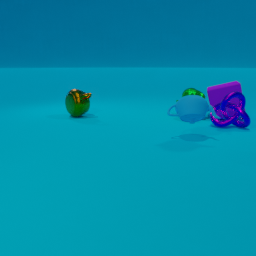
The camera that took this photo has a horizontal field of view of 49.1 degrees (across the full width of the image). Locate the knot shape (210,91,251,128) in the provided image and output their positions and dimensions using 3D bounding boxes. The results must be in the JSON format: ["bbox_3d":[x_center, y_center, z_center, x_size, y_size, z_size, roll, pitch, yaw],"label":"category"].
[{"bbox_3d":[2.997,-0.397,7.962,1.062,1.135,0.524,41,34,5],"label":"knot shape"}]

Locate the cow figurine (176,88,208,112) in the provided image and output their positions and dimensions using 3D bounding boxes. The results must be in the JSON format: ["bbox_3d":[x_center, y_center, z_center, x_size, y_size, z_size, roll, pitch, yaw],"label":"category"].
[{"bbox_3d":[2.085,-0.914,9.493,0.781,1.422,1.399,-39,48,-3],"label":"cow figurine"}]

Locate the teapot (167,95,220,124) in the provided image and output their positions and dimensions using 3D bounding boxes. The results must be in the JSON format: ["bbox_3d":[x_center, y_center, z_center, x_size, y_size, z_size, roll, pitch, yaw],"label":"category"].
[{"bbox_3d":[1.525,-0.390,6.517,1.220,0.598,0.759,0,-19,4],"label":"teapot"}]

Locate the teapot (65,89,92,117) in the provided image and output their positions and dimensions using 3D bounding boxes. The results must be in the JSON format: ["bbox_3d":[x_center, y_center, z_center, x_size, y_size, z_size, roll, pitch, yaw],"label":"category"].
[{"bbox_3d":[-1.699,-0.846,9.644,0.758,0.963,1.549,-9,-14,-38],"label":"teapot"}]

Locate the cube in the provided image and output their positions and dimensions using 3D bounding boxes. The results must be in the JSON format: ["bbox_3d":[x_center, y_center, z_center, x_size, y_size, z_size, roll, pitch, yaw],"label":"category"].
[{"bbox_3d":[3.231,-0.923,9.287,1.019,1.019,1.019,-11,10,18],"label":"cube"}]
